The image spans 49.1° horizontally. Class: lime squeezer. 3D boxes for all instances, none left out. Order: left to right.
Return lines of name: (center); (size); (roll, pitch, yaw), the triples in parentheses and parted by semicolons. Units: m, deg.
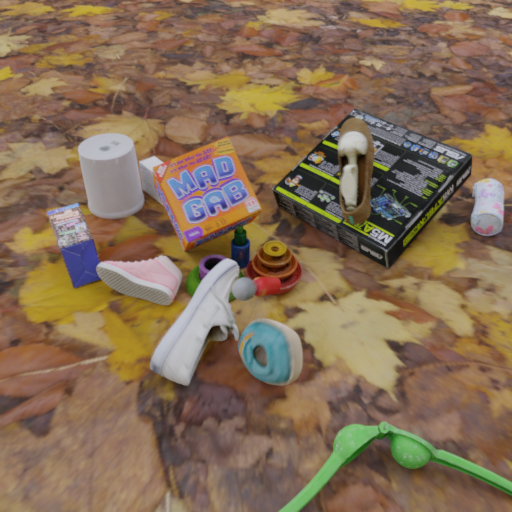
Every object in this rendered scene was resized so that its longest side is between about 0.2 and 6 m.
lime squeezer: (1.794, 2.755, 7.305); (3.485, 0.657, 1.231); (-3, 40, -5)

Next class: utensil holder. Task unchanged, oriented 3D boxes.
utensil holder: (-3.118, -1.719, 12.052); (1.233, 1.451, 1.233); (0, 41, 0)

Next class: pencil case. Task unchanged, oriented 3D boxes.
pencil case: (4.903, -1.051, 11.871); (0.657, 0.602, 1.448); (33, 44, -7)

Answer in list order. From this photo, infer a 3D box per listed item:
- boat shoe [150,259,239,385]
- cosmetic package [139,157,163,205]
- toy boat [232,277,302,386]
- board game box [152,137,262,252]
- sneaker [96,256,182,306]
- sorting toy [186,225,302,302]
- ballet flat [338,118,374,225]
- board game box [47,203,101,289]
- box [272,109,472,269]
boat shoe: (-0.670, 1.085, 8.999); (0.976, 0.845, 2.289); (26, 56, 13)
cosmetic package: (-1.872, -1.464, 12.289); (0.461, 0.752, 1.822); (-29, 48, -29)
toy boat: (0.063, 1.128, 8.470); (0.768, 1.652, 1.388); (-6, 0, -32)
board game box: (-0.964, -1.109, 10.631); (1.491, 1.492, 1.493); (-25, 89, -11)
sneaker: (-2.078, 0.319, 10.251); (1.545, 0.581, 0.807); (18, 48, 10)
sorting toy: (-0.242, 0.098, 10.292); (2.164, 0.888, 1.300); (-6, 40, -7)
ballet flat: (1.799, -1.650, 10.470); (0.716, 2.110, 0.763); (1, -6, 25)
board game box: (-3.394, -0.201, 10.542); (0.606, 0.998, 1.252); (-19, 43, -18)
box: (2.398, -1.556, 11.773); (3.037, 0.722, 2.933); (32, 71, 33)
